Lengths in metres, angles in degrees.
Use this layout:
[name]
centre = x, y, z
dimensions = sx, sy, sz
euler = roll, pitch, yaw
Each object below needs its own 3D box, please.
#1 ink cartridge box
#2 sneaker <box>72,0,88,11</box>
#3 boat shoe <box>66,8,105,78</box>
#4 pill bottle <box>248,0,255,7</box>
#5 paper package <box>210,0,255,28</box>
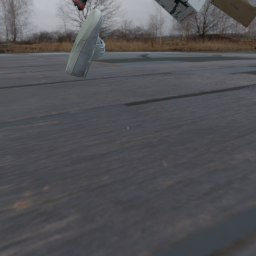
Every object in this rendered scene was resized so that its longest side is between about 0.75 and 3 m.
[ink cartridge box]
centre = 1.352, -3.440, 7.497
dimensions = 1.148, 0.477, 0.841
euler = 35, -16, -17
[sneaker]
centre = -1.052, -3.211, 6.626
dimensions = 0.485, 0.994, 0.351
euler = -18, -32, 29
[boat shoe]
centre = -0.553, -1.178, 4.077
dimensions = 0.416, 1.167, 0.407
euler = 17, 50, -22
[pill bottle]
centre = 3.764, -3.719, 7.134
dimensions = 1.400, 0.780, 0.780
euler = -33, 22, 0
[paper package]
centre = 3.336, -3.885, 8.328
dimensions = 1.493, 0.772, 1.423
euler = 37, 5, 6
